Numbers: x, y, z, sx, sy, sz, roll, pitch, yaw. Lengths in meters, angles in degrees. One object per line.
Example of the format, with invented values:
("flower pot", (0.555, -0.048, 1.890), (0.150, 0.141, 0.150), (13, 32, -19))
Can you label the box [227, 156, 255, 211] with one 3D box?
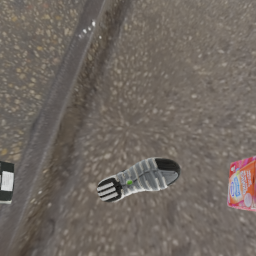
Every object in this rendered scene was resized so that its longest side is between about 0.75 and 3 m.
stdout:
("box", (1.831, 0.724, 3.199), (1.188, 0.592, 0.567), (11, 75, -5))

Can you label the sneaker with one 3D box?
("sneaker", (0.190, 0.759, 4.503), (1.319, 0.761, 0.495), (-17, 88, 9))

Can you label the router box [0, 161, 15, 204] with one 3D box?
("router box", (-3.270, 0.806, 4.254), (2.336, 1.751, 0.726), (-5, 74, 15))
